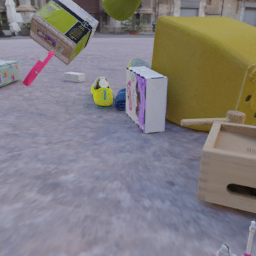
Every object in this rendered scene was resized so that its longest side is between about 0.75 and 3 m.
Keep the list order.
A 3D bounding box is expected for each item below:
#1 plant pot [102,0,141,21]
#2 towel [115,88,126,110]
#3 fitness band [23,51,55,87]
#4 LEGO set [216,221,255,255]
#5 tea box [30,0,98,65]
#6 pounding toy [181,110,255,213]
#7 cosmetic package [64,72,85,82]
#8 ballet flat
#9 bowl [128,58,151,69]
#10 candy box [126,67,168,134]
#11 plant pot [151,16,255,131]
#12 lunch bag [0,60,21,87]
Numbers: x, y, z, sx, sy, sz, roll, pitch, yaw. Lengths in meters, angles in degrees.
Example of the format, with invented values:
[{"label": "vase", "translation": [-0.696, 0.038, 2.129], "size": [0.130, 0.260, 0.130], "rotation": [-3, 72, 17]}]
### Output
[{"label": "plant pot", "translation": [-0.026, -3.975, 8.332], "size": [1.133, 1.133, 1.211], "rotation": [-11, 2, -27]}, {"label": "towel", "translation": [0.072, -1.073, 9.888], "size": [1.007, 0.438, 1.804], "rotation": [0, 22, 3]}, {"label": "fitness band", "translation": [-1.906, -1.285, 5.996], "size": [0.947, 0.177, 0.680], "rotation": [-60, 19, -22]}, {"label": "LEGO set", "translation": [1.169, 1.472, 2.745], "size": [2.335, 0.869, 1.074], "rotation": [0, 21, 0]}, {"label": "tea box", "translation": [-1.959, -3.024, 8.596], "size": [1.459, 0.975, 1.436], "rotation": [37, 60, -5]}, {"label": "pounding toy", "translation": [1.889, 0.466, 5.109], "size": [1.975, 1.029, 2.249], "rotation": [9, 23, 22]}, {"label": "cosmetic package", "translation": [-2.599, -2.477, 13.578], "size": [0.929, 0.377, 0.524], "rotation": [10, 22, 26]}, {"label": "ballet flat", "translation": [-0.933, -1.429, 10.271], "size": [0.822, 0.825, 2.461], "rotation": [-4, 21, -9]}, {"label": "bowl", "translation": [0.415, -1.913, 10.476], "size": [1.290, 0.694, 1.290], "rotation": [22, 47, -26]}, {"label": "candy box", "translation": [0.462, -0.855, 7.884], "size": [0.629, 1.475, 1.758], "rotation": [-6, 22, -15]}, {"label": "plant pot", "translation": [2.560, -1.403, 7.788], "size": [2.831, 2.813, 2.896], "rotation": [-11, 32, -27]}, {"label": "lunch bag", "translation": [-6.263, -2.493, 12.812], "size": [2.011, 0.966, 2.507], "rotation": [1, 21, 9]}]
